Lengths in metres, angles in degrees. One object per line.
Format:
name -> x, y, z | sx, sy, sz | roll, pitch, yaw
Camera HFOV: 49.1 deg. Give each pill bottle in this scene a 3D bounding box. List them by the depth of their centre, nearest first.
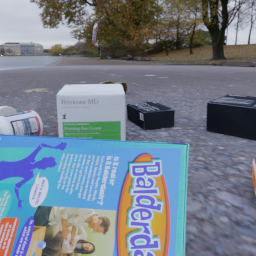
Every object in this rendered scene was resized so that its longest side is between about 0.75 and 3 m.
pill bottle -> -3.609, 0.046, 8.760 | 0.964, 0.964, 1.613 | 13, 20, 38

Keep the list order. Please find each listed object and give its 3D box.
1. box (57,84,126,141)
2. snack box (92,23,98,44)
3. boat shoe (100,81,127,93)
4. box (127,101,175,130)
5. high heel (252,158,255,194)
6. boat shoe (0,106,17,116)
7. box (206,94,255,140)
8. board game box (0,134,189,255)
box -> -1.104, -0.439, 9.026 | 2.020, 1.739, 2.030 | -1, 16, -4
snack box -> -1.722, -4.851, 14.466 | 0.129, 1.065, 0.383 | 15, 56, -3
boat shoe -> -1.125, -2.481, 17.866 | 0.867, 0.979, 2.675 | 3, 7, 37
box -> 0.864, -0.543, 11.253 | 1.304, 0.729, 1.847 | -9, 18, -18
high heel -> 2.961, 1.154, 5.198 | 0.999, 0.701, 2.083 | -7, 19, 14
boat shoe -> -4.748, 0.021, 9.053 | 1.015, 1.067, 2.964 | 4, 26, 12
box -> 4.604, -0.397, 9.935 | 2.976, 1.174, 2.101 | 13, 24, 39
board game box -> -0.743, 1.158, 3.269 | 2.818, 0.634, 2.143 | 3, 58, 12
